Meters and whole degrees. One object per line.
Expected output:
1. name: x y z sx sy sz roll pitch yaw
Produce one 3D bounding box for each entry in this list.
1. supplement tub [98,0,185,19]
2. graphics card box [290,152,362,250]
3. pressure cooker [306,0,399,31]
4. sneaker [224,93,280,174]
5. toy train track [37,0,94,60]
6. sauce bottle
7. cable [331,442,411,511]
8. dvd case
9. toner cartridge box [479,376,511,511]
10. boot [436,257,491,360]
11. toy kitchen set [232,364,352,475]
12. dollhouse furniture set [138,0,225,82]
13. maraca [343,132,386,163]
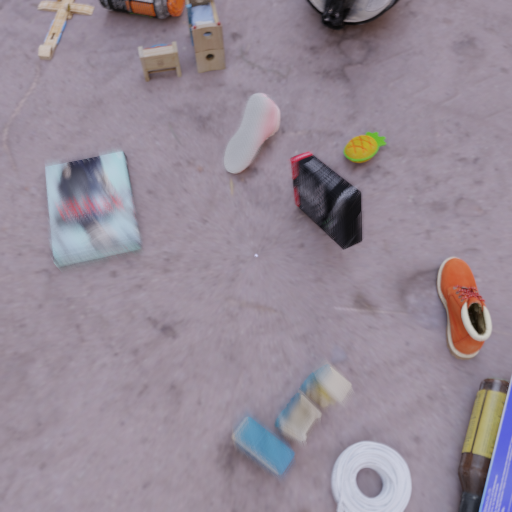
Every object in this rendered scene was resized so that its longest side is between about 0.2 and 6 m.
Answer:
1. supplement tub: -2.587 -6.041 12.713 1.817 1.113 1.113 11 64 4
2. graphics card box: 1.226 -1.006 9.899 0.436 1.075 1.713 -22 40 -15
3. pressure cooker: 2.157 -6.384 12.034 2.455 2.418 2.749 -6 46 36
4. sneaker: -0.010 -2.351 11.156 0.610 0.847 1.620 29 102 27
5. toy train track: -4.552 -5.467 12.848 1.313 0.372 2.290 7 65 4
6. sauce bottle: 3.491 3.039 8.468 0.751 0.751 2.322 22 68 11
7. cable: 1.725 3.435 8.454 1.178 0.408 1.177 -2 62 -1
8. dvd case: -3.115 -0.936 10.615 1.584 0.239 2.170 -12 65 -5
9. toner cartridge box: 4.002 3.322 7.871 1.607 0.731 3.384 40 63 -27
10. boot: 3.566 0.732 9.473 0.689 0.984 1.836 -1 62 1
11. toy kitchen set: 0.503 2.332 8.364 0.925 1.259 1.571 36 70 6
12. dollhouse furniture set: -1.670 -4.764 12.003 1.781 1.248 1.255 -11 64 -5
13. maraca: 2.160 -2.181 11.162 0.913 0.488 0.626 -35 57 -15
